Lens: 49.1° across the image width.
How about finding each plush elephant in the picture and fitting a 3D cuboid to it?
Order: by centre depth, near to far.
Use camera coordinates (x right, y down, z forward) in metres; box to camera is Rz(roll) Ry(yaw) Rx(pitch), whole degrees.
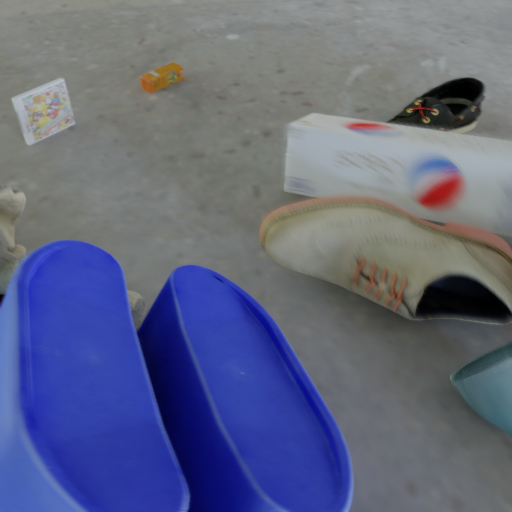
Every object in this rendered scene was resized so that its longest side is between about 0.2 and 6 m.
[{"bbox_3d":[-3.210,0.497,7.020,3.116,2.413,2.566,16,46,16],"label":"plush elephant"}]

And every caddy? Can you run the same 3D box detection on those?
[{"bbox_3d":[-1.144,1.820,5.441,3.126,2.321,4.422,14,25,-30],"label":"caddy"}]

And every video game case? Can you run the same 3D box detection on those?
[{"bbox_3d":[-4.375,-2.986,11.608,0.133,1.058,1.162,31,52,28],"label":"video game case"}]

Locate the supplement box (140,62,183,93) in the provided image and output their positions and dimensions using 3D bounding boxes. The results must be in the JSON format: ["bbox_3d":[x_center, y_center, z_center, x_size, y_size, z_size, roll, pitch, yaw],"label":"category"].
[{"bbox_3d":[-2.255,-4.293,13.470,0.368,0.356,1.069,33,53,29],"label":"supplement box"}]

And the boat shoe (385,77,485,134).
[{"bbox_3d":[3.419,-2.795,11.488,3.230,1.012,1.182,-28,53,-24],"label":"boat shoe"}]

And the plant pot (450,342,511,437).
[{"bbox_3d":[3.216,1.608,6.799,1.376,1.376,0.922,-22,79,-21],"label":"plant pot"}]

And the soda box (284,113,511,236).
[{"bbox_3d":[2.506,-1.474,9.509,3.888,1.238,1.324,14,27,20],"label":"soda box"}]

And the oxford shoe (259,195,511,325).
[{"bbox_3d":[1.880,0.096,8.015,3.798,1.344,1.402,8,37,4],"label":"oxford shoe"}]
